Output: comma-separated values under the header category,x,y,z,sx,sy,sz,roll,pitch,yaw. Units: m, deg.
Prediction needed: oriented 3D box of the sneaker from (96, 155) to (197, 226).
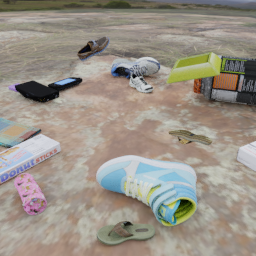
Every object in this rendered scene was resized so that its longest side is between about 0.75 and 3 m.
category,x,y,z,sx,sy,sz,roll,pitch,yaw
sneaker,0.404,1.385,6.133,2.368,0.942,1.546,1,27,3

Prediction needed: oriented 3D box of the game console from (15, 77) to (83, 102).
category,x,y,z,sx,sy,sz,roll,pitch,yaw
game console,-3.413,-1.916,12.699,1.751,0.358,2.969,24,35,29

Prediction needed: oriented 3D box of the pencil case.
category,x,y,z,sx,sy,sz,roll,pitch,yaw
pencil case,-2.259,1.490,6.434,0.465,0.486,1.123,-41,40,-11

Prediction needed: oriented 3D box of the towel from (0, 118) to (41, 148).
category,x,y,z,sx,sy,sz,roll,pitch,yaw
towel,-3.993,0.139,9.193,1.828,0.198,1.340,12,32,21

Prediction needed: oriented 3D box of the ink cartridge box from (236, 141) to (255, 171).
category,x,y,z,sx,sy,sz,roll,pitch,yaw
ink cartridge box,3.671,0.747,7.836,0.995,0.422,0.725,-18,33,-26

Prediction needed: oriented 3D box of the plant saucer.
category,x,y,z,sx,sy,sz,roll,pitch,yaw
plant saucer,2.304,-2.177,9.818,1.765,0.423,1.767,-6,26,24

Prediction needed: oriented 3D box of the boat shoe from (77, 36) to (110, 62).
category,x,y,z,sx,sy,sz,roll,pitch,yaw
boat shoe,-1.143,-2.657,9.245,1.205,0.436,0.435,-38,71,2

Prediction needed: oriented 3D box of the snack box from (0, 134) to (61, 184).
category,x,y,z,sx,sy,sz,roll,pitch,yaw
snack box,-3.152,0.911,7.633,0.936,0.316,2.603,21,35,33

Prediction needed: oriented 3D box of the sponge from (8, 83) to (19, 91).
category,x,y,z,sx,sy,sz,roll,pitch,yaw
sponge,-4.971,-1.828,12.863,0.981,0.146,0.547,20,35,30

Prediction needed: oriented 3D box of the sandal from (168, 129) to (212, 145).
category,x,y,z,sx,sy,sz,roll,pitch,yaw
sandal,1.398,0.264,6.478,1.116,0.301,0.448,18,19,38

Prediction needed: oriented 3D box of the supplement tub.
category,x,y,z,sx,sy,sz,roll,pitch,yaw
supplement tub,4.261,-1.929,11.276,2.986,1.830,1.830,11,31,19

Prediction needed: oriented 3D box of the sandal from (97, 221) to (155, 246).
category,x,y,z,sx,sy,sz,roll,pitch,yaw
sandal,-0.043,2.017,5.583,1.173,0.335,0.466,-5,29,-9

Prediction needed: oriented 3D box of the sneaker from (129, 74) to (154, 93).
category,x,y,z,sx,sy,sz,roll,pitch,yaw
sneaker,0.582,-2.061,12.785,0.551,0.638,1.456,-22,37,-38

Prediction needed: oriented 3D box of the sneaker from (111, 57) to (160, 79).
category,x,y,z,sx,sy,sz,roll,pitch,yaw
sneaker,0.333,-2.903,14.220,2.597,1.001,1.106,0,38,16
